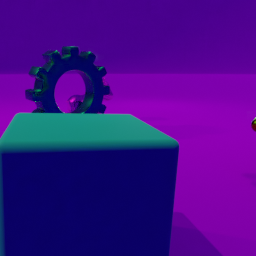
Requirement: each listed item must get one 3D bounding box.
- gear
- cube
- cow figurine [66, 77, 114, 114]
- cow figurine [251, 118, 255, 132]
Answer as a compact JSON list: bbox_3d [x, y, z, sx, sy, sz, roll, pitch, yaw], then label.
[{"bbox_3d":[-1.237,-0.779,6.088,1.880,1.880,0.348,-11,19,-42],"label":"gear"},{"bbox_3d":[-0.341,0.478,2.109,1.037,1.037,1.037,0,12,-16],"label":"cube"},{"bbox_3d":[-1.027,-0.764,7.482,1.282,1.262,0.704,3,-1,-30],"label":"cow figurine"},{"bbox_3d":[2.556,0.072,3.650,1.393,1.416,0.777,-34,29,27],"label":"cow figurine"}]
